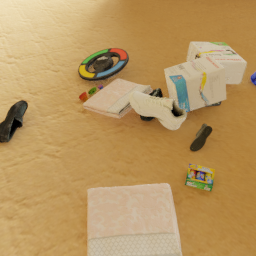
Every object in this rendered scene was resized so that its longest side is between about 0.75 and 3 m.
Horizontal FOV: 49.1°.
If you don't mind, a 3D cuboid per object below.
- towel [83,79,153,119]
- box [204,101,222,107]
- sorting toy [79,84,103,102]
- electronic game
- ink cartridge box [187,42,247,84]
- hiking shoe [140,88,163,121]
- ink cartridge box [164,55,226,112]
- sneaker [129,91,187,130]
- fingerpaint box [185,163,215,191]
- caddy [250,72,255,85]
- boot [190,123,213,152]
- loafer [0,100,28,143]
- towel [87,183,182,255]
[{"bbox_3d":[-0.468,-1.402,12.499,2.291,0.387,2.399,18,47,39],"label":"towel"},{"bbox_3d":[3.339,-1.505,13.006,1.626,0.415,1.282,-7,43,-8],"label":"box"},{"bbox_3d":[-1.636,-1.578,13.187,1.369,0.475,0.472,-33,77,-29],"label":"sorting toy"},{"bbox_3d":[-1.275,-3.309,14.421,2.738,0.570,2.738,-12,42,11],"label":"electronic game"},{"bbox_3d":[4.383,-3.351,14.161,1.986,1.152,2.743,-1,37,-8],"label":"ink cartridge box"},{"bbox_3d":[0.893,-0.972,12.371,0.872,0.749,2.013,-3,38,33],"label":"hiking shoe"},{"bbox_3d":[2.819,-1.846,11.752,2.070,1.512,1.519,-18,36,1],"label":"ink cartridge box"},{"bbox_3d":[1.248,-0.918,11.046,2.479,1.232,0.966,25,58,-10],"label":"sneaker"},{"bbox_3d":[2.480,1.688,9.647,0.907,0.333,0.757,13,45,13],"label":"fingerpaint box"},{"bbox_3d":[6.663,-2.490,13.986,1.071,0.562,0.757,-15,68,-17],"label":"caddy"},{"bbox_3d":[2.808,0.379,10.946,0.408,1.205,0.787,37,4,-3],"label":"boot"},{"bbox_3d":[-4.639,-0.269,11.490,0.782,0.756,2.227,13,49,7],"label":"loafer"},{"bbox_3d":[0.116,2.812,8.375,2.720,0.438,2.598,-2,43,-4],"label":"towel"}]
